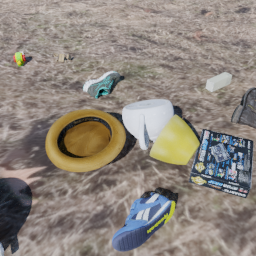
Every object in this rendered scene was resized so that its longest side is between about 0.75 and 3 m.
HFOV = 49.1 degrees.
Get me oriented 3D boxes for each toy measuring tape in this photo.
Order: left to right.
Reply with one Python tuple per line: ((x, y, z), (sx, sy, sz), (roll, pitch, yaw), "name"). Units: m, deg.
((-6.105, -4.108, 15.833), (0.672, 0.672, 1.825), (-8, 41, -10), "toy measuring tape")

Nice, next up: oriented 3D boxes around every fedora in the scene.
((-1.454, 0.575, 9.855), (2.789, 1.137, 2.789), (2, 50, -2), "fedora")

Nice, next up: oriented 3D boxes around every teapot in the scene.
((0.746, -0.151, 9.865), (1.964, 1.434, 1.938), (-16, 16, -27), "teapot")

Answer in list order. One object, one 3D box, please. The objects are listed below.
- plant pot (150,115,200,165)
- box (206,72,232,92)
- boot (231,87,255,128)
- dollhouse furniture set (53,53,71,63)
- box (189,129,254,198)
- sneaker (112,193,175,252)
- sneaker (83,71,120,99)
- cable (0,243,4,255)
((1.712, 0.563, 9.570), (1.205, 1.697, 1.697), (33, 49, 16), "plant pot")
((4.468, -2.269, 13.767), (1.334, 0.548, 0.456), (-23, 45, -26), "box")
((5.693, -0.530, 11.613), (2.182, 0.868, 2.507), (26, 56, 25), "boot")
((-3.745, -3.955, 15.900), (0.905, 0.469, 0.401), (8, 2, 10), "dollhouse furniture set")
((3.313, 1.129, 9.802), (1.895, 0.548, 2.384), (14, 43, 15), "box")
((0.342, 2.612, 7.952), (2.211, 0.817, 0.909), (-26, 42, -34), "sneaker")
((-1.095, -1.998, 13.445), (2.056, 0.798, 0.938), (-32, 65, -27), "sneaker")
((-4.639, 2.823, 7.266), (2.437, 0.844, 2.437), (-21, 57, -9), "cable")
